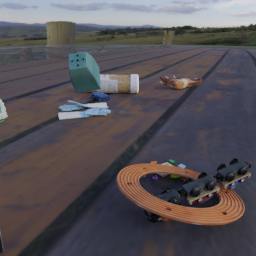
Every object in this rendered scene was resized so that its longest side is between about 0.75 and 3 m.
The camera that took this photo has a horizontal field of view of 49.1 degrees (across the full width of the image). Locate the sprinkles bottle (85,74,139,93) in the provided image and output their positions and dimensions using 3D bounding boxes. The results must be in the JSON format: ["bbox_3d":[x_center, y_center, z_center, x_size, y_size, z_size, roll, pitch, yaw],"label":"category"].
[{"bbox_3d":[-0.826,-2.148,13.613,2.678,0.914,0.914,1,20,3],"label":"sprinkles bottle"}]

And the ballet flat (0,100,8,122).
[{"bbox_3d":[-5.427,-0.843,10.172,2.715,0.974,0.974,9,22,25],"label":"ballet flat"}]

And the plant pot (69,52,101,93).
[{"bbox_3d":[-1.509,-1.929,9.431,0.910,0.910,1.288,-8,-19,4],"label":"plant pot"}]

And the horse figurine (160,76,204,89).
[{"bbox_3d":[2.696,-2.433,14.790,2.290,0.572,1.518,-10,27,-39],"label":"horse figurine"}]

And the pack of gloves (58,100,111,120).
[{"bbox_3d":[-1.696,-0.821,10.810,1.980,0.391,1.663,-6,20,-14],"label":"pack of gloves"}]

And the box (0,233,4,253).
[{"bbox_3d":[-2.503,1.647,3.976,0.914,0.522,1.003,13,24,34],"label":"box"}]

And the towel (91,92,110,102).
[{"bbox_3d":[-1.229,-1.411,12.594,0.558,0.243,1.000,-11,22,-27],"label":"towel"}]

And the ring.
[{"bbox_3d":[0.918,1.174,5.174,2.311,0.222,2.311,10,13,-2],"label":"ring"}]

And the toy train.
[{"bbox_3d":[1.344,1.134,5.128,2.369,0.543,0.404,-18,33,-21],"label":"toy train"}]

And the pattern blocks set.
[{"bbox_3d":[0.833,0.949,6.492,0.851,0.079,0.969,17,26,38],"label":"pattern blocks set"}]
